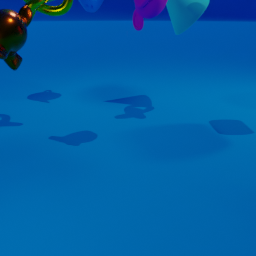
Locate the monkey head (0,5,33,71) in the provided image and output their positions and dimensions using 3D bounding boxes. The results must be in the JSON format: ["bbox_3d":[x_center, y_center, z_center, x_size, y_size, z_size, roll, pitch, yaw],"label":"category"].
[{"bbox_3d":[-2.432,-1.785,5.770,0.974,1.162,1.616,-10,48,27],"label":"monkey head"}]

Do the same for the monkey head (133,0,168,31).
[{"bbox_3d":[0.341,-2.845,5.885,1.004,1.396,0.841,30,3,16],"label":"monkey head"}]

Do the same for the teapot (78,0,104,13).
[{"bbox_3d":[-1.219,-4.405,9.081,0.911,1.157,1.861,-35,24,2],"label":"teapot"}]

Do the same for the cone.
[{"bbox_3d":[1.505,-3.923,8.691,1.409,1.404,1.404,38,15,-18],"label":"cone"}]

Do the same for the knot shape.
[{"bbox_3d":[-2.143,-3.054,6.747,1.504,0.695,1.407,20,68,26],"label":"knot shape"}]
